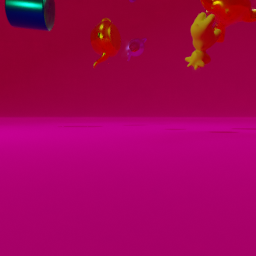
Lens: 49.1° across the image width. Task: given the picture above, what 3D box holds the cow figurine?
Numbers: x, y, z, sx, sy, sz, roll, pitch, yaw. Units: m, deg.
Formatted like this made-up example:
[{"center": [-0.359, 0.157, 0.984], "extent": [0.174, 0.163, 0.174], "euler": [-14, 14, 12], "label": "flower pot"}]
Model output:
[{"center": [1.477, -1.719, 5.697], "extent": [0.509, 0.912, 0.927], "euler": [34, -5, 41], "label": "cow figurine"}]

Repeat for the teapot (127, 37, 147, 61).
[{"center": [0.346, -3.415, 12.098], "extent": [0.781, 1.256, 0.615], "euler": [47, 11, 18], "label": "teapot"}]

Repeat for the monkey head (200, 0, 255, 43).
[{"center": [2.425, -2.758, 6.913], "extent": [1.588, 1.142, 0.957], "euler": [16, 5, -1], "label": "monkey head"}]

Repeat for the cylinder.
[{"center": [-2.954, -3.628, 8.574], "extent": [1.160, 1.160, 1.160], "euler": [7, 3, 1], "label": "cylinder"}]

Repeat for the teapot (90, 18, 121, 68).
[{"center": [-0.896, -3.174, 10.322], "extent": [1.012, 2.068, 1.286], "euler": [-4, -18, 26], "label": "teapot"}]

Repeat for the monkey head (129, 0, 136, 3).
[{"center": [0.123, -3.347, 6.449], "extent": [0.604, 0.721, 1.003], "euler": [-18, 15, 36], "label": "monkey head"}]
